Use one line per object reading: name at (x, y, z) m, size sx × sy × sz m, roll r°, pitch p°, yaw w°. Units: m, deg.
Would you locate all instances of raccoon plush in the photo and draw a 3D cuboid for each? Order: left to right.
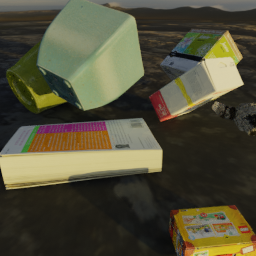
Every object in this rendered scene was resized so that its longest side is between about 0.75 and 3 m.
raccoon plush at (2.783, -0.357, 6.461) m, size 0.924 × 0.667 × 1.380 m, roll -4°, pitch 37°, yaw -44°

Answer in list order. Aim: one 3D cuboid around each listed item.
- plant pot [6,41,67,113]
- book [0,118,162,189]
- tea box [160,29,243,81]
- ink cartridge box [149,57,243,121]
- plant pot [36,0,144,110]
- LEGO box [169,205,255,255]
plant pot at (-2.257, -1.554, 8.265) m, size 2.203 × 2.203 × 2.121 m, roll 22°, pitch 51°, yaw 39°
book at (-0.898, 0.326, 5.784) m, size 2.811 × 0.676 × 1.878 m, roll -4°, pitch 22°, yaw -7°
tea box at (2.399, -2.241, 9.381) m, size 1.775 × 1.206 × 1.805 m, roll -49°, pitch 33°, yaw -3°
ink cartridge box at (1.706, -0.963, 7.152) m, size 1.366 × 0.785 × 1.882 m, roll -17°, pitch -9°, yaw -41°
plant pot at (-0.912, -1.432, 6.124) m, size 1.717 × 1.712 × 1.749 m, roll 29°, pitch 68°, yaw 25°
LEGO box at (1.111, 1.434, 3.738) m, size 0.973 × 0.376 × 0.725 m, roll -3°, pitch 24°, yaw -6°
